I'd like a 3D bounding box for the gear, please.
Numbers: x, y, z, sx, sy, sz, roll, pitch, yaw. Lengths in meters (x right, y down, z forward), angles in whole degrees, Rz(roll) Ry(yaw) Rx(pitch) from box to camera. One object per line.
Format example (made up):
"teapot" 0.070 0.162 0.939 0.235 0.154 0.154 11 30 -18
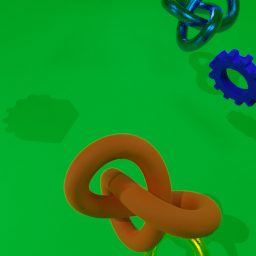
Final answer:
"gear" 2.346 -1.057 6.040 0.244 1.321 1.321 -41 66 -15

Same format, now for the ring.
"ring" 0.708 1.982 4.174 1.102 0.220 1.102 -9 74 32

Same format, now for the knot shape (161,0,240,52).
"knot shape" 1.834 -2.840 7.249 2.049 0.947 1.917 4 66 13

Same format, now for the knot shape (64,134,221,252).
"knot shape" 0.090 1.051 3.942 2.018 1.889 0.933 27 54 -4
